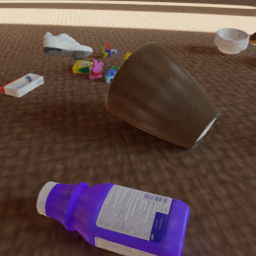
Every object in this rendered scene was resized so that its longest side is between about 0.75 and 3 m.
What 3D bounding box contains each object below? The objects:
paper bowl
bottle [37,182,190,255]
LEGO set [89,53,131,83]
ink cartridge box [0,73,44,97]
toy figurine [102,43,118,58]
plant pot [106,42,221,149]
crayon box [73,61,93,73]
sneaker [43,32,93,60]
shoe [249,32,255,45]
[{"bbox_3d":[5.419,-4.535,14.746,1.701,0.885,1.701,-1,43,1],"label":"paper bowl"},{"bbox_3d":[-0.329,1.663,5.324,2.844,0.928,1.188,10,36,15],"label":"bottle"},{"bbox_3d":[-0.318,-2.703,11.937,2.536,1.041,0.967,-17,38,-25],"label":"LEGO set"},{"bbox_3d":[-4.362,-1.773,11.165,1.312,0.333,1.489,14,35,18],"label":"ink cartridge box"},{"bbox_3d":[-0.833,-3.958,14.329,0.681,0.599,1.136,12,36,9],"label":"toy figurine"},{"bbox_3d":[1.150,-0.675,7.895,2.619,2.448,2.448,39,47,20],"label":"plant pot"},{"bbox_3d":[-2.027,-2.809,12.809,0.781,0.264,0.905,3,33,5],"label":"crayon box"},{"bbox_3d":[-1.342,-1.888,6.368,1.204,0.524,0.449,0,-17,-40],"label":"sneaker"},{"bbox_3d":[3.920,-2.306,6.904,1.711,0.457,0.598,-9,40,28],"label":"shoe"}]
